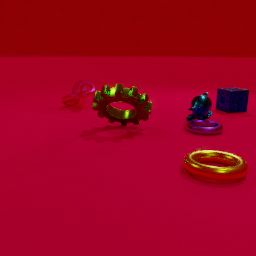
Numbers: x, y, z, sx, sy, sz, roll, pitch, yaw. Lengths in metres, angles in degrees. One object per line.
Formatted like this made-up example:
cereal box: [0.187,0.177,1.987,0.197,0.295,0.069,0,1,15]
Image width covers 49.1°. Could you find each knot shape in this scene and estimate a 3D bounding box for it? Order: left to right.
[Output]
knot shape: [-2.057,-1.295,11.367,1.395,0.689,1.491,-27,27,20]

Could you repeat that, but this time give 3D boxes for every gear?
gear: [-0.172,-0.619,8.046,1.678,0.310,1.678,7,-29,4]

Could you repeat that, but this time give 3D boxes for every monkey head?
monkey head: [2.239,-0.643,9.046,0.944,0.791,1.313,-12,20,41]

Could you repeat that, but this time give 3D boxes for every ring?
ring: [2.226,-0.023,8.159,1.060,0.212,1.060,0,16,0]
ring: [1.681,0.705,5.419,1.224,0.245,1.224,1,13,0]

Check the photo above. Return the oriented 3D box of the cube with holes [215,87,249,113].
cube with holes: [4.001,-1.084,10.783,0.831,0.831,0.831,-5,16,-17]
